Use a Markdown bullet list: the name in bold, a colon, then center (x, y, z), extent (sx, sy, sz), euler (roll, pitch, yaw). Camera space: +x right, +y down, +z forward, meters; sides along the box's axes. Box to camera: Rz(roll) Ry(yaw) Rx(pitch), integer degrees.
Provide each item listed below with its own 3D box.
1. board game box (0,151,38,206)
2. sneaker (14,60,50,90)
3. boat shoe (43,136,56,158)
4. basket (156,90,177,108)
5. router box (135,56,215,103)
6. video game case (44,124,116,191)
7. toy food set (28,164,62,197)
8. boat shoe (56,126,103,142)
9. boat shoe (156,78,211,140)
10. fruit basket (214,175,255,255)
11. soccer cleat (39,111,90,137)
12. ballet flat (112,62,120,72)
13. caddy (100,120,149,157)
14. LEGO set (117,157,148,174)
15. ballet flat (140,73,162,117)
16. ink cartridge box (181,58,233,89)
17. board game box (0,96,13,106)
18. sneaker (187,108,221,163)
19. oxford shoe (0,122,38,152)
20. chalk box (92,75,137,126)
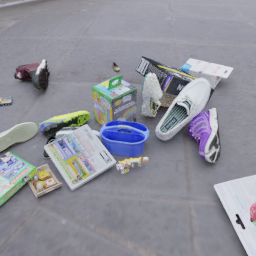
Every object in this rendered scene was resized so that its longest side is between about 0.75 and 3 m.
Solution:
- **board game box**: center (-4.158, 1.742, 8.916), extent (1.417, 0.306, 2.105), euler (23, 50, 28)
- **sneaker**: center (-5.018, -2.590, 14.315), extent (1.717, 1.125, 2.973), euler (-9, 28, -4)
- **boat shoe**: center (-2.937, 0.711, 10.470), extent (0.376, 0.322, 1.027), euler (2, 39, 2)
- **basket**: center (1.541, -1.457, 12.596), extent (1.230, 0.759, 0.834), euler (8, 27, -36)
- **router box**: center (2.172, -2.198, 12.873), extent (2.982, 0.779, 2.344), euler (7, 27, -39)
- **video game case**: center (-1.657, 0.943, 9.664), extent (1.750, 0.212, 1.923), euler (-29, 63, -23)
- **toy food set**: center (-2.780, 1.672, 9.132), extent (0.854, 0.360, 1.190), euler (-23, 40, -28)
- **boat shoe**: center (-1.856, 0.187, 10.842), extent (1.861, 0.671, 0.660), euler (3, 42, 8)
- **boat shoe**: center (2.197, -0.731, 10.668), extent (1.091, 0.990, 2.965), euler (35, 86, 8)
- **fruit basket**: center (4.298, 2.345, 7.831), extent (2.904, 1.361, 2.690), euler (-18, 39, 2)
- **soccer cleat**: center (-2.600, -0.333, 11.501), extent (2.140, 0.692, 0.895), euler (-23, 46, -26)
- **ballet flat**: center (-0.704, -3.526, 16.062), extent (0.347, 0.239, 1.030), euler (-10, 39, -13)
- **caddy**: center (-0.123, 0.292, 10.482), extent (1.831, 0.961, 1.294), euler (7, 39, 9)
- **LEGO set**: center (0.141, 1.285, 9.530), extent (1.169, 0.435, 0.538), euler (-10, 6, -26)
- **ballet flat**: center (1.011, -1.249, 11.244), extent (0.851, 2.371, 0.851), euler (0, 58, -1)
- **ink cartridge box**: center (4.090, -2.813, 14.666), extent (2.376, 0.792, 1.376), euler (20, 42, 24)
- **board game box**: center (-5.889, -1.233, 13.140), extent (0.847, 0.146, 0.574), euler (-9, 38, -10)
- **sneaker**: center (2.847, 0.297, 10.639), extent (1.231, 1.189, 2.950), euler (-7, 27, 18)
- **oxford shoe**: center (-4.406, 0.301, 10.755), extent (1.946, 0.732, 0.562), euler (-32, 24, -34)
- **chalk box**: center (-0.548, -1.157, 11.372), extent (1.345, 2.162, 1.338), euler (-28, 46, -32)
